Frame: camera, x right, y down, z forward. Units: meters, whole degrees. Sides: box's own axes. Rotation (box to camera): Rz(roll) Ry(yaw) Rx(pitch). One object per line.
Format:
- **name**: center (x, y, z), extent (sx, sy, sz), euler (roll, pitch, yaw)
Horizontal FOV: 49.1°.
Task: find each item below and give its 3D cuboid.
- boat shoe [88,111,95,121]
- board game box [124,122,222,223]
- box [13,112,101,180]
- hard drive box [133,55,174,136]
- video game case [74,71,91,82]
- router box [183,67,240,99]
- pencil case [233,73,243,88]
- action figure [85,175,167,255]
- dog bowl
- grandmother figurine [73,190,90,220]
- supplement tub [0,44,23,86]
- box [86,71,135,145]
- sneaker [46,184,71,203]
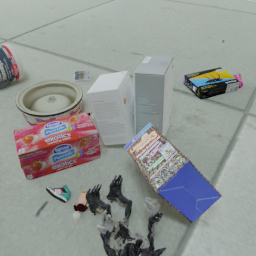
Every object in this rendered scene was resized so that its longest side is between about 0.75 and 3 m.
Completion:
- **boat shoe**: center (-1.547, -0.515, 11.764), extent (1.014, 0.339, 0.373), euler (-32, 49, -33)
- **board game box**: center (1.182, 1.178, 7.875), extent (1.107, 1.822, 2.286), euler (-44, 31, 3)
- **box**: center (-2.414, 0.573, 9.703), extent (2.662, 1.271, 1.327), euler (-16, 42, -18)
- **hard drive box**: center (0.979, -1.041, 10.229), extent (1.040, 2.709, 2.111), euler (7, 31, 15)
- **video game case**: center (-2.365, -2.700, 14.592), extent (0.861, 0.109, 0.944), euler (-5, 41, -6)
- **router box**: center (4.028, -2.215, 13.646), extent (2.143, 0.547, 1.599), euler (-15, 42, -17)
- **pencil case**: center (5.504, -2.369, 13.943), extent (0.409, 0.422, 0.901), euler (5, 41, 8)
- **action figure**: center (-0.055, 2.510, 7.259), extent (1.745, 1.499, 2.937), euler (-11, 38, -29)
- **dog bowl**: center (-3.204, -0.958, 11.791), extent (2.712, 1.000, 2.712), euler (-1, 40, 0)
- **grandmother figurine**: center (-1.395, 2.326, 8.412), extent (0.575, 0.287, 0.949), euler (-13, 35, 29)
- **supplement tub**: center (-6.554, -2.843, 13.423), extent (2.538, 1.781, 1.781), euler (-30, 48, -30)
- **box**: center (-0.444, -0.730, 10.291), extent (1.159, 2.179, 1.659), euler (-5, 31, 18)
- **sneaker**: center (-2.125, 1.950, 8.775), extent (0.814, 0.340, 0.492), euler (26, 51, 17)
